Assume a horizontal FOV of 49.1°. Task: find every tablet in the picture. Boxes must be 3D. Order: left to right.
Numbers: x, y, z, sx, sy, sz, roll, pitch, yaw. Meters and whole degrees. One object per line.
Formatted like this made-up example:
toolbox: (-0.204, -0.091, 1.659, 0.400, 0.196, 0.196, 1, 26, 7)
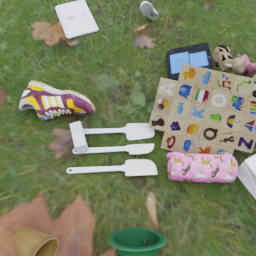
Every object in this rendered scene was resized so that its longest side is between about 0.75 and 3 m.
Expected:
tablet: (-1.998, -4.235, 10.794, 1.247, 0.131, 1.917, -18, 61, -10)

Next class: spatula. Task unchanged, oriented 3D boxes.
spatula: (-0.453, 0.590, 8.012, 2.482, 0.199, 1.726, -3, 61, 3)

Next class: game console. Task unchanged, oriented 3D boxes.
game console: (1.999, -2.148, 9.173, 1.452, 0.255, 1.642, -11, 50, 17)

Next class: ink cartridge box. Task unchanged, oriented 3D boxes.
ink cartridge box: (4.412, 1.045, 7.313, 2.623, 0.885, 1.528, -25, 63, -12)

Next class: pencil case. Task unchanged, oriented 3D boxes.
pencil case: (1.912, 1.028, 7.412, 1.789, 0.741, 0.774, 1, 60, 1)

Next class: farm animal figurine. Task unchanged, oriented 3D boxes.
farm animal figurine: (3.798, -1.446, 8.418, 2.774, 1.446, 2.743, 17, 62, 10)

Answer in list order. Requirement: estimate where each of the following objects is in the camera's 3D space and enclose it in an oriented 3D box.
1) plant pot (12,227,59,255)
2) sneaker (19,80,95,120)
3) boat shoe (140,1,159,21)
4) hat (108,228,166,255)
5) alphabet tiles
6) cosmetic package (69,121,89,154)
plant pot: (-2.221, 2.703, 6.472, 0.889, 0.829, 0.829, 24, 62, 26)
sneaker: (-2.123, -0.618, 8.385, 2.297, 0.861, 1.035, 16, 71, 15)
boat shoe: (0.720, -4.368, 10.298, 0.434, 1.243, 0.443, -39, 71, 21)
hat: (0.255, 3.055, 6.055, 1.248, 1.506, 1.326, -1, 89, -25)
alphabet tiles: (2.152, -0.366, 7.763, 2.940, 0.093, 2.446, 14, 98, 8)
cosmetic package: (-1.390, 0.266, 7.919, 0.342, 0.434, 0.807, -16, 61, -7)
